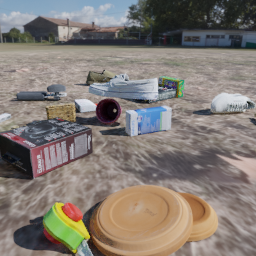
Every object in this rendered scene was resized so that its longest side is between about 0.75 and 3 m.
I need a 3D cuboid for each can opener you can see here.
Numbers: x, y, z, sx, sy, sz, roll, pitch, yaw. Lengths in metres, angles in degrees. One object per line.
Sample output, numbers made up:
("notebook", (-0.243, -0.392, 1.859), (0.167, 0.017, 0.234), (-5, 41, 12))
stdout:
("can opener", (-4.512, -1.901, 14.682), (2.604, 0.871, 0.695), (0, 20, 1))

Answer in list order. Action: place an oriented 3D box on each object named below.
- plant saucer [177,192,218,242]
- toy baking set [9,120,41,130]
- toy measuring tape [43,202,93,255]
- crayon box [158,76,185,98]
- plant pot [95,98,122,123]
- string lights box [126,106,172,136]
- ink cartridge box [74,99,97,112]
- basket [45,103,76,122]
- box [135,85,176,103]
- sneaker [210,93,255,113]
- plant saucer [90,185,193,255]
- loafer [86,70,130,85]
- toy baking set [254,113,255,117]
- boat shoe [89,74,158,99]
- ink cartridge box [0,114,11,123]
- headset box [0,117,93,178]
("plant saucer", (1.107, 1.716, 5.697), (1.407, 0.263, 1.407), (0, 21, 0))
("toy baking set", (-3.582, -0.007, 10.453), (1.897, 0.221, 1.456), (-14, 24, -34))
("toy measuring tape", (-1.010, 1.823, 4.730), (0.727, 0.727, 1.975), (-10, 23, -24))
("crayon box", (2.400, -2.335, 15.776), (0.462, 0.942, 1.586), (-17, 27, -38))
("plant pot", (-0.699, -0.701, 11.440), (1.011, 1.011, 0.905), (6, 5, 16))
("string lights box", (0.759, -0.276, 10.270), (1.656, 0.851, 0.488), (-8, 22, -22))
("ink cartridge box", (-1.703, -1.117, 13.295), (1.452, 0.414, 1.180), (-12, 23, -21))
("basket", (-2.669, -0.688, 11.094), (1.125, 0.838, 0.803), (-9, 30, -15))
("box", (1.296, -1.877, 15.173), (2.104, 0.484, 1.672), (-16, 26, -38))
("sneaker", (4.680, -1.049, 12.533), (2.272, 0.868, 0.914), (-13, 34, -27))
("plant saucer", (0.233, 1.668, 5.350), (1.960, 0.316, 1.960), (-7, 23, 3))
("loafer", (-1.324, -3.323, 18.411), (2.897, 0.977, 1.101), (-3, 20, -8))
("toy baking set", (6.287, -0.225, 10.917), (2.051, 0.311, 2.672), (1, 20, 2))
("boat shoe", (-0.189, -1.642, 10.784), (2.765, 0.904, 1.017), (5, 14, 11))
("ink cartridge box", (-5.450, -0.439, 11.689), (0.833, 0.238, 0.677), (10, 22, 14))
("headset box", (-2.442, 0.485, 8.122), (1.718, 0.891, 2.308), (16, 26, 37))
